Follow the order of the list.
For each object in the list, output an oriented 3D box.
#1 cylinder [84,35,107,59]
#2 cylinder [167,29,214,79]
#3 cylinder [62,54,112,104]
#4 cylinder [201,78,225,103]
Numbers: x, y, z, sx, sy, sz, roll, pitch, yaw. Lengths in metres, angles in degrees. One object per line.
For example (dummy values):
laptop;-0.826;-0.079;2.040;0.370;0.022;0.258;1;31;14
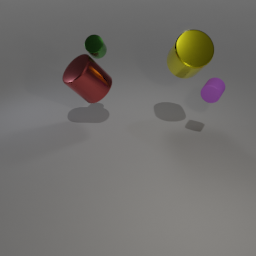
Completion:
cylinder;-1.206;-3.045;10.527;0.700;0.700;0.700;4;-3;8
cylinder;2.261;-2.682;10.354;1.400;1.400;1.400;-3;-5;-5
cylinder;-1.569;-1.896;10.912;1.400;1.400;1.400;-24;47;28
cylinder;3.053;-1.357;10.058;0.700;0.700;0.700;16;41;26
